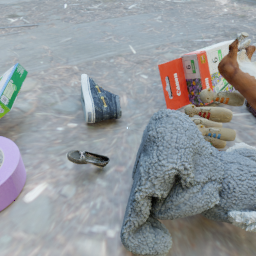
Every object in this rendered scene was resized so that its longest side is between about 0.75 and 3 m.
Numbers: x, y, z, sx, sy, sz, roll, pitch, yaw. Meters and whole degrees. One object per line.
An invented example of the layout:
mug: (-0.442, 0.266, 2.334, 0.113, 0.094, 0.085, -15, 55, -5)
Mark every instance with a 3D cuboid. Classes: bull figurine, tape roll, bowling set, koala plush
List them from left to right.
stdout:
tape roll: (-3.111, 0.965, 5.678, 1.897, 0.622, 1.897, -1, 37, 1)
bowling set: (1.777, 0.094, 6.355, 1.100, 2.049, 1.426, 8, 67, 4)
koala plush: (1.333, 0.915, 4.715, 2.452, 2.254, 2.175, 14, 38, 1)
bull figurine: (2.477, -0.856, 5.168, 0.634, 1.183, 1.948, -23, 58, -33)

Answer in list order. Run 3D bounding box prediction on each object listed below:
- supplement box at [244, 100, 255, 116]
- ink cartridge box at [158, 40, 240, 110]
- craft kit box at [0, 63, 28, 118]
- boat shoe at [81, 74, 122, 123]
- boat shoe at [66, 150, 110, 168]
supplement box: (3.953, -0.485, 7.773, 0.747, 0.418, 1.373, -10, 40, -9)
ink cartridge box: (2.252, -1.530, 8.248, 2.777, 1.513, 0.699, -24, 19, -29)
craft kit box: (-3.501, -0.637, 7.125, 1.831, 0.450, 1.854, -27, 36, 17)
boat shoe: (-0.838, -0.883, 8.186, 1.000, 0.780, 2.204, -3, 38, -14)
boat shoe: (-0.829, 0.623, 5.976, 0.981, 0.280, 0.328, 19, 46, -37)
